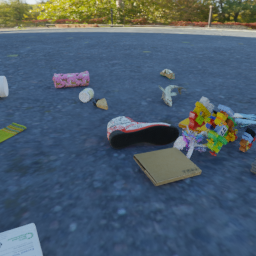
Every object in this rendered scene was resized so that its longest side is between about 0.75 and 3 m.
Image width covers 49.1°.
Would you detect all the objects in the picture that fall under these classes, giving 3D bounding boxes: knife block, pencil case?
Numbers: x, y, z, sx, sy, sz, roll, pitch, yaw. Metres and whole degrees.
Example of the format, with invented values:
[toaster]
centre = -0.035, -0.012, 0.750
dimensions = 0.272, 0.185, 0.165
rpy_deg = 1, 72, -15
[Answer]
[knife block]
centre = -1.377, -1.128, 13.607
dimensions = 0.703, 0.256, 0.800
rpy_deg = -22, 49, 5
[pencil case]
centre = -3.367, -2.886, 16.634
dimensions = 2.128, 0.881, 0.920
rpy_deg = -9, 3, -16

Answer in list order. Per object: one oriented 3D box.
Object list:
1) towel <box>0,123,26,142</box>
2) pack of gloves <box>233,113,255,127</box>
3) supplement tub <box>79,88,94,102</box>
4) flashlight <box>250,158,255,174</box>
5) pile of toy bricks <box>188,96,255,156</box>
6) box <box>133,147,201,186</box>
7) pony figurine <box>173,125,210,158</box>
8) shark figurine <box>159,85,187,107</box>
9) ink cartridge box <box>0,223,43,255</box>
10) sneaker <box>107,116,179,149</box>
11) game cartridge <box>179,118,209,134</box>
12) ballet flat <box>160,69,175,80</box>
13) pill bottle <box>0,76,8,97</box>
[towel]
centre = -4.884, 0.252, 10.885
dimensions = 0.782, 0.164, 1.818
rpy_deg = 11, 28, 24
[pack of gloves]
centre = 5.154, -0.284, 12.006
dimensions = 1.684, 0.332, 1.415
rpy_deg = 3, 18, -8
[supplement tub]
centre = -2.133, -1.720, 14.512
dimensions = 0.588, 0.588, 0.812
rpy_deg = 6, 26, 12
[flashlight]
centre = 4.428, 1.371, 8.110
dimensions = 0.539, 0.541, 1.593
rpy_deg = -21, 32, -37
[pile of toy bricks]
centre = 3.129, 0.271, 9.464
dimensions = 2.766, 1.365, 1.534
rpy_deg = 33, 0, -44
[box]
centre = 1.201, 1.126, 8.668
dimensions = 1.674, 0.178, 1.368
rpy_deg = -8, 33, -27
[pony figurine]
centre = 2.167, 0.489, 9.478
dimensions = 1.218, 1.176, 1.014
rpy_deg = 8, 23, -27
[shark figurine]
centre = 2.120, -1.807, 14.652
dimensions = 1.203, 0.840, 2.014
rpy_deg = 42, 45, 6
[ink cartridge box]
centre = -2.670, 3.088, 4.432
dimensions = 2.902, 0.590, 2.908
rpy_deg = -11, 28, -23
[sneaker]
centre = 0.499, 0.023, 10.525
dimensions = 2.615, 0.873, 1.402
rpy_deg = -7, 29, -8
[game cartridge]
centre = 2.995, -0.172, 11.750
dimensions = 1.195, 0.220, 1.356
rpy_deg = 21, 30, 37
[ballet flat]
centre = 2.642, -3.646, 18.631
dimensions = 0.554, 0.513, 1.571
rpy_deg = -10, 27, -26
[pill bottle]
centre = -7.511, -2.086, 14.483
dimensions = 2.265, 1.294, 1.294
rpy_deg = -6, 26, -11
